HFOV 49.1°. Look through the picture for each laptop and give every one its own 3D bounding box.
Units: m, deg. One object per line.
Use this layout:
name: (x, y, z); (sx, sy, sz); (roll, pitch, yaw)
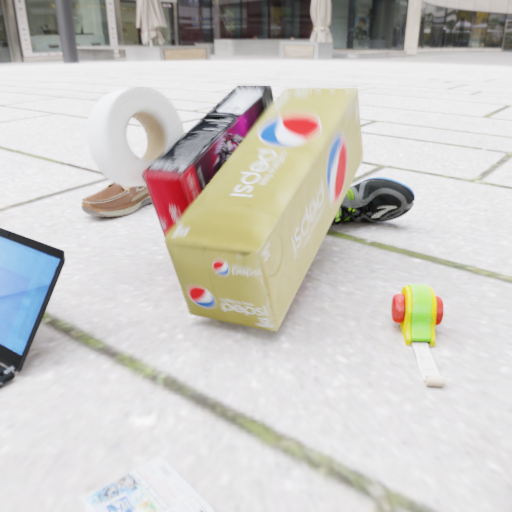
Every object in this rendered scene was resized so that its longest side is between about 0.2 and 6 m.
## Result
laptop: (-4.243, 0.771, 7.172); (2.487, 1.450, 2.807); (16, 29, 32)

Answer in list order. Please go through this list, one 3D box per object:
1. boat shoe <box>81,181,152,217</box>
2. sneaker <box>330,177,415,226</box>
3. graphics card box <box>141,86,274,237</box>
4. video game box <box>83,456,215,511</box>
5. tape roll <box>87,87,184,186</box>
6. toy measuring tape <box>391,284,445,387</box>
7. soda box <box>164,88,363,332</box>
boat shoe: (-2.956, -1.619, 13.046); (1.005, 0.953, 2.653); (16, 29, 31)
sneaker: (1.855, -1.002, 11.816); (2.887, 1.024, 1.196); (0, 31, 11)
graphics card box: (-0.549, -1.422, 9.909); (0.820, 2.023, 3.225); (8, 42, 27)
video game box: (-0.985, 2.357, 5.149); (0.850, 0.218, 0.933); (-17, 29, -38)
tape roll: (-1.925, -1.921, 9.111); (0.552, 1.578, 1.578); (3, 20, 43)
toy measuring tape: (2.291, 0.922, 7.733); (0.761, 0.761, 2.068); (2, 24, 4)
soda box: (0.397, -1.009, 9.011); (1.457, 1.541, 4.551); (8, 43, 24)
